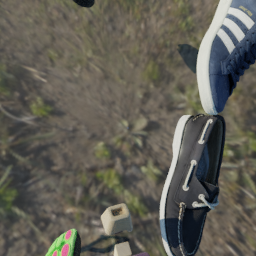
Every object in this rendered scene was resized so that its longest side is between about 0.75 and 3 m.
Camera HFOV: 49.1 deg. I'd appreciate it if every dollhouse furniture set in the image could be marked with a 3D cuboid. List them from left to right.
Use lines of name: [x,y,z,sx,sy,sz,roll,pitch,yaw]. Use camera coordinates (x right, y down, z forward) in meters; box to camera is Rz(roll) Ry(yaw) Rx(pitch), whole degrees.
dollhouse furniture set: [-0.681,2.127,3.694,1.858,1.319,1.473,-10,44,-17]

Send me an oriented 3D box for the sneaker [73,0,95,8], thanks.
sneaker: [-1.154,-3.066,5.821,0.477,0.570,1.256,-37,109,23]

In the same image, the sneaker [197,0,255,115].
sneaker: [2.066,-1.468,4.911,1.190,1.055,2.816,7,65,32]

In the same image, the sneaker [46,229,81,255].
sneaker: [-0.835,2.494,4.176,0.720,0.786,1.876,-30,51,26]

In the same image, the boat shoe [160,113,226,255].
boat shoe: [1.189,0.949,4.771,0.763,0.934,2.529,-5,65,44]
